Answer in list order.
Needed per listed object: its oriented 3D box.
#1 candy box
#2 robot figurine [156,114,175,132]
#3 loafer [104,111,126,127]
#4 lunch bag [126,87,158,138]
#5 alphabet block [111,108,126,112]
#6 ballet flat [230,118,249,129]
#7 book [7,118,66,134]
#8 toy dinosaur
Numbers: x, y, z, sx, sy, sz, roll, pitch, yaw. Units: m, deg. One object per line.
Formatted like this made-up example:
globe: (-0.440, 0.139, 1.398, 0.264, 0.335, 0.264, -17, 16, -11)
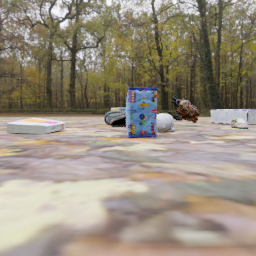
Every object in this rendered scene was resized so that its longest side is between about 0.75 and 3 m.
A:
candy box: (5.998, -0.611, 15.332, 1.878, 0.801, 2.239, -2, 4, -38)
robot figurine: (1.118, -0.167, 8.779, 0.860, 0.573, 1.014, 36, 13, 13)
loafer: (0.214, -0.368, 12.336, 2.456, 0.882, 0.772, -8, 26, -18)
lunch bag: (0.210, -0.404, 7.387, 0.745, 1.192, 1.584, 0, 3, -11)
alphabet block: (-0.347, -0.658, 15.380, 0.897, 0.902, 0.919, 0, 2, -33)
ballet flat: (4.324, -0.177, 10.933, 0.390, 0.385, 1.145, 0, 3, -9)
book: (-2.741, -0.051, 8.634, 1.159, 0.417, 1.734, 2, 4, 6)
toy dinosaur: (2.767, -0.701, 13.516, 1.620, 1.219, 2.387, 17, -32, 37)
